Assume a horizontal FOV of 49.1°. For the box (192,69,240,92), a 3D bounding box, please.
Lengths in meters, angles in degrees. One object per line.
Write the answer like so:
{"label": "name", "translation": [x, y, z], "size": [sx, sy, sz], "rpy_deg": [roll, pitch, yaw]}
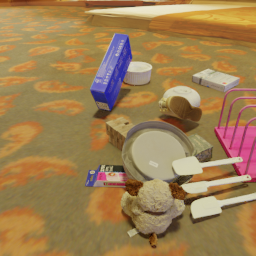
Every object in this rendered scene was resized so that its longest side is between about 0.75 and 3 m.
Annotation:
{"label": "box", "translation": [4.432, -2.445, 14.200], "size": [1.450, 0.383, 1.860], "rpy_deg": [-27, 39, -36]}

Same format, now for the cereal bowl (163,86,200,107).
{"label": "cereal bowl", "translation": [2.325, -1.367, 12.131], "size": [1.642, 0.684, 1.642], "rpy_deg": [0, 30, 0]}

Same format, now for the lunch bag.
{"label": "lunch bag", "translation": [1.991, 0.706, 8.780], "size": [1.021, 0.601, 0.838], "rpy_deg": [-20, 36, -19]}

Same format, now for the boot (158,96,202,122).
{"label": "boot", "translation": [1.638, -0.802, 10.352], "size": [1.969, 0.717, 1.531], "rpy_deg": [14, 4, -45]}

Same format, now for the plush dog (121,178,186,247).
{"label": "plush dog", "translation": [0.568, 1.734, 6.315], "size": [1.572, 1.350, 1.261], "rpy_deg": [3, 31, 4]}

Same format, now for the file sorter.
{"label": "file sorter", "translation": [4.153, 0.079, 8.690], "size": [1.929, 1.741, 2.776], "rpy_deg": [0, 31, -2]}

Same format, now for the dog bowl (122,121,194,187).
{"label": "dog bowl", "translation": [0.811, 0.835, 7.811], "size": [2.139, 0.627, 2.139], "rpy_deg": [6, 55, -8]}

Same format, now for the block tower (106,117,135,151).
{"label": "block tower", "translation": [0.322, 0.548, 8.900], "size": [0.770, 0.719, 2.663], "rpy_deg": [-21, 37, -29]}

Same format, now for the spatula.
{"label": "spatula", "translation": [2.404, 1.391, 7.381], "size": [2.287, 0.184, 1.590], "rpy_deg": [-6, 52, -20]}

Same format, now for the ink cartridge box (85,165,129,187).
{"label": "ink cartridge box", "translation": [-0.437, 1.367, 8.012], "size": [1.518, 0.281, 0.719], "rpy_deg": [-1, 31, 3]}

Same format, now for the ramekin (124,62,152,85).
{"label": "ramekin", "translation": [0.448, -2.814, 14.443], "size": [1.561, 0.761, 1.561], "rpy_deg": [0, 32, 0]}

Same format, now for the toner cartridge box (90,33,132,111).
{"label": "toner cartridge box", "translation": [-0.625, -2.345, 11.714], "size": [0.644, 1.417, 2.983], "rpy_deg": [13, 65, 14]}
